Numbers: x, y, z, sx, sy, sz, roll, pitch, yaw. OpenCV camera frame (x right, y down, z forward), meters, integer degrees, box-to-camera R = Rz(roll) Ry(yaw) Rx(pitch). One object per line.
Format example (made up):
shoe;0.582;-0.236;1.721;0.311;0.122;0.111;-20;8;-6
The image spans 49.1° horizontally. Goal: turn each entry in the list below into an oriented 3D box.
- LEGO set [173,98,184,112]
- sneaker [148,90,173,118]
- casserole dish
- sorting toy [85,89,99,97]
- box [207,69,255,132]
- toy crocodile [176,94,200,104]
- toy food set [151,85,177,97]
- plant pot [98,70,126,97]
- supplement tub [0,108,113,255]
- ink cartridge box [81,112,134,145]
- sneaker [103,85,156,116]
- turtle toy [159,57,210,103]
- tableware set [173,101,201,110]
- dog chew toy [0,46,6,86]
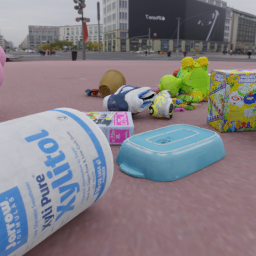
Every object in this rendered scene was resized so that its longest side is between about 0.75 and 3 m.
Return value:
LEGO set;1.741;-0.929;10.740;0.444;0.412;1.081;-4;15;-13
sneaker;1.120;-0.920;10.016;0.819;0.808;2.143;1;15;2
casserole dish;0.966;0.402;6.053;2.650;0.514;1.605;-15;22;-38
sorting toy;-1.767;-1.670;13.517;0.528;0.361;0.879;5;-4;-44
box;3.368;-0.836;8.173;1.724;1.660;1.051;-2;17;-8
toy crocodile;2.416;-1.201;11.377;0.383;0.350;1.135;21;-1;-36
toy food set;1.748;-1.760;13.879;1.164;0.288;1.831;0;24;1
plant pot;-0.879;-2.008;13.322;1.224;1.224;1.314;5;29;18
supplement tub;-1.371;0.673;3.329;1.508;1.508;2.286;10;20;30
ink cartridge box;-1.256;-0.033;7.489;2.768;0.581;1.652;-2;16;-2
sneaker;0.340;-1.026;9.751;1.659;0.913;2.266;-3;17;29
turtle toy;2.530;-1.937;12.035;2.693;1.963;1.361;-11;-2;-37
tableware set;2.237;-0.882;11.059;0.756;0.172;1.123;-16;23;-35
dog chew toy;-4.969;-1.693;9.105;1.863;1.863;2.992;3;58;11
